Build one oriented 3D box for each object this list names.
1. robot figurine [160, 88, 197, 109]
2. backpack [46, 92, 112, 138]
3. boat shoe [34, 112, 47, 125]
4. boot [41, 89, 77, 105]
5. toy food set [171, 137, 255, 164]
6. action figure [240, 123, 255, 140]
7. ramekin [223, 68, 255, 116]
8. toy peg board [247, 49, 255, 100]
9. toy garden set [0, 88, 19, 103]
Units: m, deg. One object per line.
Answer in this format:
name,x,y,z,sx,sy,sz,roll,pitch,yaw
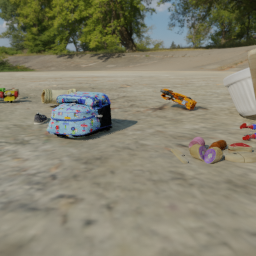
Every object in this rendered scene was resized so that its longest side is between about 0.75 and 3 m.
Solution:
robot figurine,1.807,-1.093,10.306,1.361,0.396,0.987,26,14,23
backpack,-1.238,-0.313,6.815,1.332,0.982,1.459,8,17,27
boat shoe,-2.583,-0.324,8.278,0.328,0.283,0.903,-1,14,-6
boot,-2.729,-1.247,11.076,1.363,0.638,1.753,2,14,-20
toy food set,1.737,0.389,5.414,1.656,0.261,1.052,-2,14,-9
action figure,3.326,0.028,6.528,1.408,0.461,0.364,-5,-18,-17
ramekin,4.503,-1.269,8.515,2.885,1.343,2.885,-13,-1,0
toy peg board,3.523,-0.577,5.128,2.095,2.087,1.025,-13,36,22
toy garden set,-5.831,-1.446,12.548,2.075,0.497,2.489,-4,14,-9
